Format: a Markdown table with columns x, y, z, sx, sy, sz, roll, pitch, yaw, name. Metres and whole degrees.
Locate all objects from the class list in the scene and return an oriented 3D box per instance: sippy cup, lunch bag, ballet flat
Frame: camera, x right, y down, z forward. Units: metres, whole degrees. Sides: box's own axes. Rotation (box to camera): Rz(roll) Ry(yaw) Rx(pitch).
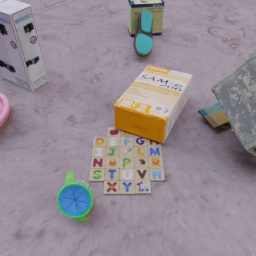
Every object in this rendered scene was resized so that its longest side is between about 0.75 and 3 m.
| x | y | z | sx | sy | sz | roll | pitch | yaw | name |
| --- | --- | --- | --- | --- | --- | --- | --- | --- | --- |
| -1.127 | 1.523 | 6.304 | 0.794 | 1.011 | 0.741 | 20 | 4 | -1 | sippy cup |
| 3.782 | -0.117 | 7.246 | 2.825 | 1.661 | 2.317 | 29 | 35 | -34 | lunch bag |
| 0.636 | -3.794 | 11.799 | 0.829 | 0.834 | 2.440 | 17 | 64 | -15 | ballet flat |

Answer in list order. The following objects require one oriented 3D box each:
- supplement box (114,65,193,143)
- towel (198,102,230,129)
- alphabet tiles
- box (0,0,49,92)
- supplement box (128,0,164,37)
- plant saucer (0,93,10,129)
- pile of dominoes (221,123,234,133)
| x | y | z | sx | sy | sz | roll | pitch | yaw | name |
| --- | --- | --- | --- | --- | --- | --- | --- | --- | --- |
| 0.845 | -0.865 | 8.716 | 1.614 | 0.942 | 2.562 | 17 | 44 | 18 | supplement box |
| 2.848 | -0.438 | 8.685 | 1.133 | 0.123 | 0.831 | -22 | 55 | -22 | towel |
| -0.027 | 0.804 | 7.684 | 1.952 | 0.074 | 2.346 | 0 | 44 | 0 | alphabet tiles |
| -3.786 | -2.769 | 9.438 | 1.634 | 2.801 | 0.842 | 24 | 50 | 21 | box |
| 0.779 | -5.125 | 12.809 | 1.498 | 1.496 | 1.005 | -6 | 44 | -7 | supplement box |
| -4.745 | -0.297 | 8.462 | 2.335 | 0.592 | 2.335 | 1 | 43 | 0 | plant saucer |
| 3.757 | -0.536 | 8.874 | 1.616 | 0.330 | 2.073 | 24 | 49 | 21 | pile of dominoes |
